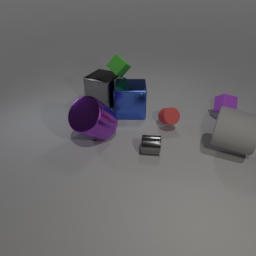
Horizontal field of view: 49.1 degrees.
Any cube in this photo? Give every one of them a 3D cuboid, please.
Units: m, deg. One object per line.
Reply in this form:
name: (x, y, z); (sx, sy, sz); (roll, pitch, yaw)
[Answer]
cube: (-0.415, -2.833, 12.799); (0.700, 0.700, 0.700); (46, 14, 13)
cube: (-1.170, -1.916, 13.634); (1.400, 1.400, 1.400); (15, 35, 23)
cube: (4.259, -1.036, 12.233); (0.700, 0.700, 0.700); (11, -9, -19)
cube: (0.104, -1.318, 12.666); (1.400, 1.400, 1.400); (0, 32, 1)

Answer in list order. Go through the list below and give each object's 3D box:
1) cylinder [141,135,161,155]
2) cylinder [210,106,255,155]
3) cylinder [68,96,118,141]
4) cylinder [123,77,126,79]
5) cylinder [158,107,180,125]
cylinder: (0.846, 0.609, 10.222); (0.700, 0.700, 0.700); (4, 32, 5)
cylinder: (3.732, 0.082, 9.684); (1.400, 1.400, 1.400); (17, 35, 18)
cylinder: (-1.301, -0.329, 10.573); (1.400, 1.400, 1.400); (19, -6, 28)
cylinder: (-0.447, -2.311, 14.939); (0.700, 0.700, 0.700); (-11, 33, -17)
cylinder: (1.684, -0.493, 11.535); (0.700, 0.700, 0.700); (-9, 5, -14)
